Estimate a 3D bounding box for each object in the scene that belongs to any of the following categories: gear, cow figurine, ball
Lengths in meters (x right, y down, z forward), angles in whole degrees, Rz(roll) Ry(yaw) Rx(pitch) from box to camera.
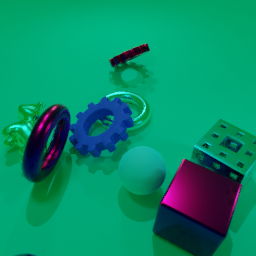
[{"bbox_3d":[-0.716,-0.064,7.351,1.747,0.323,1.747,-16,47,18],"label":"gear"},{"bbox_3d":[-2.523,0.046,7.404,1.543,0.847,1.518,39,50,17],"label":"cow figurine"},{"bbox_3d":[0.316,0.935,6.202,1.064,1.064,1.064,0,44,0],"label":"ball"},{"bbox_3d":[0.046,-2.536,9.810,1.460,0.270,1.460,-23,10,4],"label":"gear"}]

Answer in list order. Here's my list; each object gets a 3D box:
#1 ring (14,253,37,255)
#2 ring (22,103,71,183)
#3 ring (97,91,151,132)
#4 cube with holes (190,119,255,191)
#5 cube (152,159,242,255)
[{"bbox_3d":[-1.887,2.789,4.869,1.145,0.229,1.145,4,51,-5],"label":"ring"},{"bbox_3d":[-1.798,0.339,6.341,0.374,1.868,1.868,19,46,3],"label":"ring"},{"bbox_3d":[-0.154,-0.518,8.306,1.688,0.338,1.688,0,44,0],"label":"ring"},{"bbox_3d":[2.214,0.764,6.388,1.166,1.166,1.166,32,52,28],"label":"cube with holes"},{"bbox_3d":[1.315,1.582,5.467,1.201,1.201,1.201,24,49,18],"label":"cube"}]
